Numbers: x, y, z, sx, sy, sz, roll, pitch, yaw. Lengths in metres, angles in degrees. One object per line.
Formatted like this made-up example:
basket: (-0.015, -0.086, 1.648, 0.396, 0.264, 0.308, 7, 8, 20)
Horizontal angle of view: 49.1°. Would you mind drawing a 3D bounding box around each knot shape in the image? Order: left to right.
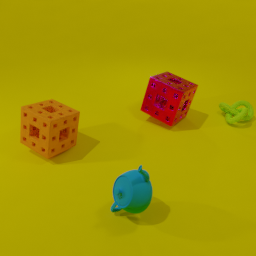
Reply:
knot shape: (3.647, -0.556, 9.227, 1.069, 0.528, 1.142, -8, 29, -12)

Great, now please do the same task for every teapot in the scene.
teapot: (0.062, 1.244, 5.634, 0.693, 1.416, 0.880, 10, 35, -38)

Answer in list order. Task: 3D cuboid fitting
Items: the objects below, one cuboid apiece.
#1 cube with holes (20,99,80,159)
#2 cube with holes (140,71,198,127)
cube with holes: (-2.133, -0.023, 7.658, 1.082, 1.082, 1.082, 24, 28, 25)
cube with holes: (1.323, -0.973, 9.016, 1.182, 1.182, 1.182, 30, 33, 23)
